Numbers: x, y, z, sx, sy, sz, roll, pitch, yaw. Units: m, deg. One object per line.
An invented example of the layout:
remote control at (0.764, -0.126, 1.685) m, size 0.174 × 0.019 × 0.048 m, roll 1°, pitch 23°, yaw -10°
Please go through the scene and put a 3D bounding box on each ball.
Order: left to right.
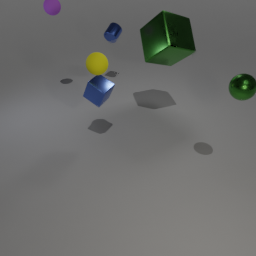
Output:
ball at (-3.123, -5.006, 11.527) m, size 0.700 × 0.700 × 0.700 m, roll 0°, pitch 32°, yaw 0°
ball at (-0.966, -2.001, 8.732) m, size 0.700 × 0.700 × 0.700 m, roll 0°, pitch 32°, yaw 0°
ball at (2.979, -1.061, 7.270) m, size 0.700 × 0.700 × 0.700 m, roll 0°, pitch 32°, yaw 0°

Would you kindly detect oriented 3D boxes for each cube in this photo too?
cube at (-0.994, -1.282, 9.542) m, size 0.700 × 0.700 × 0.700 m, roll 35°, pitch 46°, yaw 4°
cube at (1.484, -3.321, 10.598) m, size 1.400 × 1.400 × 1.400 m, roll -2°, pitch -12°, yaw -36°

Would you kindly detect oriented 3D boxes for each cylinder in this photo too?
cylinder at (-0.743, -4.713, 13.858) m, size 0.700 × 0.700 × 0.700 m, roll 18°, pitch 68°, yaw 26°
